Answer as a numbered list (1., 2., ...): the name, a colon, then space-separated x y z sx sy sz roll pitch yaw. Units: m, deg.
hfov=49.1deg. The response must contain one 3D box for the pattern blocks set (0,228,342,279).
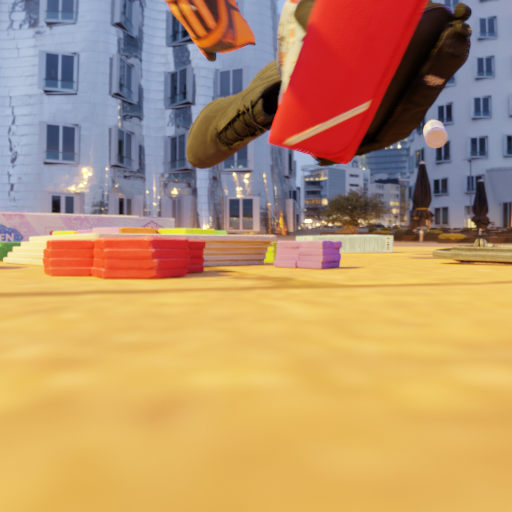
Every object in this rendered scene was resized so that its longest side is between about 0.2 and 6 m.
1. pattern blocks set: -1.184 -0.080 5.521 4.228 0.343 3.716 1 1 40

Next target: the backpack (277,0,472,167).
1. backpack: 1.569 -2.987 9.325 2.899 2.761 2.233 -13 48 -18

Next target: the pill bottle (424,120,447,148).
1. pill bottle: 3.692 -2.542 11.576 0.424 0.424 0.756 0 30 13

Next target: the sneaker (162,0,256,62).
1. sneaker: -0.522 -2.962 6.427 0.824 2.125 1.190 -14 -47 25

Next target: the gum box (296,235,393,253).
1. gum box: 1.992 -0.270 12.950 1.849 0.412 1.571 0 1 -9

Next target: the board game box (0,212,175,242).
1. board game box: -3.272 -0.294 8.697 3.055 0.630 3.063 -1 1 -33

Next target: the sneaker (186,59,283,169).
1. sneaker: -0.248 -2.969 11.977 3.213 1.220 1.458 -39 27 14

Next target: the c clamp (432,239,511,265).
1. c clamp: 2.827 -0.003 5.550 1.943 0.263 1.660 3 7 32

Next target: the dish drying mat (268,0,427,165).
1. dish drying mat: 1.341 -2.877 7.196 1.348 3.511 0.319 14 32 -14
